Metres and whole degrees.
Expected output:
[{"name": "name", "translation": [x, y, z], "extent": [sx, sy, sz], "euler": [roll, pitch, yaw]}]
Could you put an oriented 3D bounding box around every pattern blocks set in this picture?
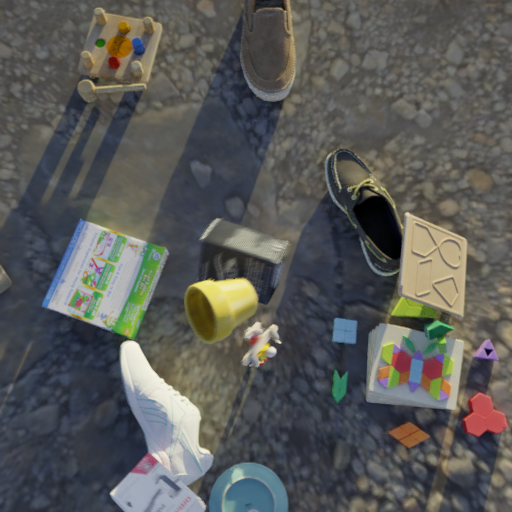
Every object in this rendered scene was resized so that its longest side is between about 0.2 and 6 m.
[{"name": "pattern blocks set", "translation": [2.920, 2.087, 10.303], "extent": [3.092, 0.251, 2.718], "euler": [-3, 75, 0]}]

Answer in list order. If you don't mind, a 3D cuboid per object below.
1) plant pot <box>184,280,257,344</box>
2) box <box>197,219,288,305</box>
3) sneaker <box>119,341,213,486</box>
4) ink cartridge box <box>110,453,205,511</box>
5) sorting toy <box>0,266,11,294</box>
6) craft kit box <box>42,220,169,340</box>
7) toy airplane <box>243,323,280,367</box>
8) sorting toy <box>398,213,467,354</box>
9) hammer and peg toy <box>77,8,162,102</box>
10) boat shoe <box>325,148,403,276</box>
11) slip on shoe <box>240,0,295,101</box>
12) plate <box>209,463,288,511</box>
[{"name": "plant pot", "translation": [-0.483, 0.752, 8.344], "extent": [0.847, 0.900, 0.900], "euler": [-18, 74, -34]}, {"name": "box", "translation": [-0.237, 0.091, 9.116], "extent": [1.272, 0.941, 0.663], "euler": [20, 40, 9]}, {"name": "sneaker", "translation": [-1.635, 2.713, 9.876], "extent": [1.088, 0.955, 2.714], "euler": [-22, 83, -14]}, {"name": "ink cartridge box", "translation": [-1.502, 3.771, 8.593], "extent": [1.186, 0.503, 0.864], "euler": [30, 61, 29]}, {"name": "sorting toy", "translation": [-5.798, 0.543, 10.698], "extent": [1.819, 0.244, 1.355], "euler": [-37, 79, -9]}, {"name": "craft kit box", "translation": [-2.836, 0.433, 10.656], "extent": [1.803, 0.443, 1.826], "euler": [19, 77, 7]}, {"name": "toy airplane", "translation": [0.102, 1.611, 10.062], "extent": [0.569, 0.803, 0.807], "euler": [21, 88, 28]}, {"name": "sorting toy", "translation": [3.177, 0.544, 10.246], "extent": [1.721, 0.343, 2.328], "euler": [21, 68, -27]}, {"name": "hammer and peg toy", "translation": [-2.853, -4.023, 11.628], "extent": [1.529, 0.733, 2.078], "euler": [10, 76, 1]}, {"name": "boat shoe", "translation": [2.165, -0.975, 10.785], "extent": [0.977, 0.825, 2.741], "euler": [-23, 77, -6]}, {"name": "slip on shoe", "translation": [0.268, -4.777, 11.703], "extent": [1.168, 0.931, 3.073], "euler": [2, 76, 1]}, {"name": "plate", "translation": [-0.134, 4.346, 9.765], "extent": [1.386, 0.177, 1.386], "euler": [0, 75, -1]}]
